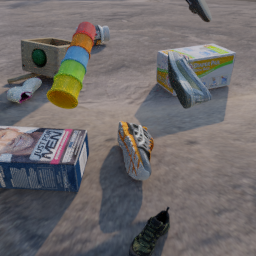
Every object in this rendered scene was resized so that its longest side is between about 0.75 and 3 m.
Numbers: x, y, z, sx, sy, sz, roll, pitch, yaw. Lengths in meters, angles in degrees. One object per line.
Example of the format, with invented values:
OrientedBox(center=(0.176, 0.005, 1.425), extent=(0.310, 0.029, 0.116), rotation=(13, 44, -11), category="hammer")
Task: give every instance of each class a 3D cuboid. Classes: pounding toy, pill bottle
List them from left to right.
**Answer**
OrientedBox(center=(-3.437, -2.785, 11.953), extent=(2.290, 1.769, 2.488), rotation=(16, 26, 22), category="pounding toy")
OrientedBox(center=(-2.039, -5.342, 16.134), extent=(1.839, 1.070, 1.070), rotation=(-12, 35, -17), category="pill bottle")

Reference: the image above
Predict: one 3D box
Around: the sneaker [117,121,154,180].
OrientedBox(center=(0.304, 0.490, 7.357), extent=(0.858, 0.870, 2.222), rotation=(2, 33, -15), category="sneaker")

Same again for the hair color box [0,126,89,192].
OrientedBox(center=(-2.546, 0.705, 6.940), extent=(2.920, 0.884, 1.460), rotation=(2, 33, 3), category="hair color box")

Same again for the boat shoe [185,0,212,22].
OrientedBox(center=(2.069, -4.207, 9.156), extent=(0.568, 1.992, 0.666), rotation=(-32, -8, 36), category="boat shoe")

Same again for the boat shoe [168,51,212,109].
OrientedBox(center=(1.306, -1.161, 6.388), extent=(0.588, 0.676, 1.835), rotation=(-11, 43, -2), category="boat shoe")

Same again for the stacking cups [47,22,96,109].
OrientedBox(center=(-1.441, -1.892, 8.059), extent=(0.859, 0.859, 2.838), rotation=(7, 58, 11), category="stacking cups")

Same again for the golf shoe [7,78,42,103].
OrientedBox(center=(-3.770, -1.381, 10.574), extent=(0.707, 0.581, 1.544), rotation=(28, 48, 21), category="golf shoe")

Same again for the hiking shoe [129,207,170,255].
OrientedBox(center=(0.405, 1.954, 5.271), extent=(0.443, 0.589, 1.171), rotation=(21, 39, 29), category="hiking shoe")

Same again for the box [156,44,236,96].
OrientedBox(center=(2.668, -2.400, 11.282), extent=(2.711, 1.374, 1.525), rotation=(-12, 34, -18), category="box")
